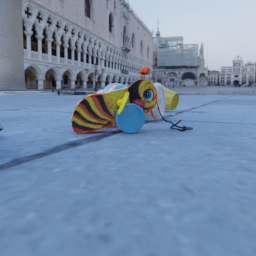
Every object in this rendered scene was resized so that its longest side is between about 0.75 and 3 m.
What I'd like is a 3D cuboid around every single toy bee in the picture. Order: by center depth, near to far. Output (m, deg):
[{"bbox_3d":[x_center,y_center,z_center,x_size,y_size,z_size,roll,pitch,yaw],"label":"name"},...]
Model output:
[{"bbox_3d":[0.039,-0.714,7.092,2.976,1.618,1.948,-5,7,-31],"label":"toy bee"}]

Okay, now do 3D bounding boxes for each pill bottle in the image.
[{"bbox_3d":[0.065,-0.867,9.365,2.188,1.190,1.190,1,8,22],"label":"pill bottle"}]

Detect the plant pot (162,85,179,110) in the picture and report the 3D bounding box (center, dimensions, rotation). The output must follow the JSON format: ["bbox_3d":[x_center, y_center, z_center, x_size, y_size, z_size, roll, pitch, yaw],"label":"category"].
[{"bbox_3d":[1.682,-1.353,13.065,1.183,1.257,1.257,17,16,31],"label":"plant pot"}]

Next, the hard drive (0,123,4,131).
[{"bbox_3d":[-3.243,0.032,5.846,1.042,0.220,0.703,-3,-13,-44],"label":"hard drive"}]

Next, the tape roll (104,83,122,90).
[{"bbox_3d":[-0.461,-1.174,11.376,1.222,1.222,0.839,0,3,3],"label":"tape roll"}]
